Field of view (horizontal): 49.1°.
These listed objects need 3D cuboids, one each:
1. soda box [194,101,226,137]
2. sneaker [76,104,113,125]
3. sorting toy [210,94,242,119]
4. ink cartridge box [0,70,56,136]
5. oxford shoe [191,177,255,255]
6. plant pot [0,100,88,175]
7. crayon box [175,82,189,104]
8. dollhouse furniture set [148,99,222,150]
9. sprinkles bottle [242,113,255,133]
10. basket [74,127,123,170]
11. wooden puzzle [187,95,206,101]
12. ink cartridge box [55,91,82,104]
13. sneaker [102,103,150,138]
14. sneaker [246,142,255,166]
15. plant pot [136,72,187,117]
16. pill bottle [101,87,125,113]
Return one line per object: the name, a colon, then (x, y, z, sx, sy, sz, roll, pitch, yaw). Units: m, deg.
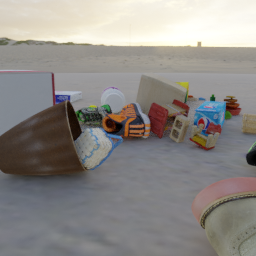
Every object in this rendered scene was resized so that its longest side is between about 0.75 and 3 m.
soda box: (2.646, -0.361, 8.949, 0.708, 0.748, 2.206, 6, 15, 24)
sneaker: (-1.118, -0.349, 9.321, 0.803, 0.736, 1.885, -19, 13, -34)
sorting toy: (3.710, -0.895, 11.056, 1.160, 0.793, 1.931, 12, 19, 40)
ink cartridge box: (-3.446, -0.763, 8.242, 1.838, 1.847, 2.542, -10, 17, -35)
oxford shoe: (2.077, 1.127, 3.132, 2.630, 0.931, 0.971, -3, 38, -10)
plant pot: (-1.661, 0.337, 5.320, 1.494, 1.396, 1.396, -16, 15, -1)
crayon box: (2.283, -1.852, 14.608, 1.672, 0.669, 2.634, 4, 22, 16)
dollhouse furniture set: (1.611, 0.015, 7.769, 1.136, 0.858, 2.110, -12, 35, -41)
sprinkles bottle: (4.250, -0.074, 8.123, 1.735, 0.592, 0.592, 6, 15, 25)
basket: (-0.601, 0.388, 5.383, 0.944, 0.832, 0.657, 27, 22, -56)
wooden puzzle: (3.130, -1.722, 15.639, 2.080, 0.243, 1.403, 0, 14, -3)
ink cartridge box: (-3.855, -1.671, 14.977, 2.172, 0.479, 2.212, 3, 13, 11)
sneaker: (-0.199, -0.287, 8.354, 1.202, 0.832, 2.146, 0, 14, -14)
sneaker: (2.980, 0.746, 4.844, 0.857, 0.785, 2.047, -28, 22, -21)
plant pot: (1.172, -0.924, 9.728, 1.488, 1.680, 1.678, 14, 17, 12)
pill bottle: (-0.631, -1.168, 11.736, 1.006, 1.006, 1.792, -1, 14, -6)
